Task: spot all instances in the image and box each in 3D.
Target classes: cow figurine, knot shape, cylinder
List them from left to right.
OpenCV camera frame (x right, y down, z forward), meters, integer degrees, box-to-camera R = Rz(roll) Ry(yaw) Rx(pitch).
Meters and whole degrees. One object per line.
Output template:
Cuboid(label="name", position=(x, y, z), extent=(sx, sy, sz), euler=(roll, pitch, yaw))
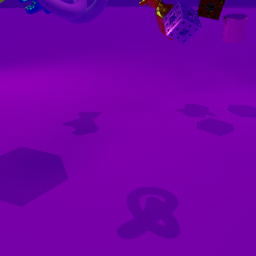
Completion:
Cuboid(label="cow figurine", position=(-2.502, -3.917, 8.280), extent=(1.405, 0.784, 1.427), euler=(-35, 1, -28))
Cuboid(label="knot shape", position=(-0.982, -2.343, 4.665), extent=(0.675, 1.461, 1.367), euler=(13, 47, 28))
Cuboid(label="cow figurine", position=(1.114, -3.787, 9.204), extent=(0.845, 1.540, 1.515), euler=(-40, 59, -9))
Cuboid(label="cylinder", position=(3.354, -3.147, 8.831), extent=(0.725, 0.725, 0.725), euler=(-4, 34, 3))

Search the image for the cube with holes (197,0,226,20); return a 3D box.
Cuboid(label="cube with holes", position=(2.712, -4.080, 9.080), extent=(0.743, 0.743, 0.743), euler=(16, 50, 7))

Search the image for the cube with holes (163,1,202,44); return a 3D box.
Cuboid(label="cube with holes", position=(1.546, -3.004, 8.033), extent=(0.711, 0.711, 0.711), euler=(13, 57, -30))

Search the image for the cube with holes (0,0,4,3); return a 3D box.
Cuboid(label="cube with holes", position=(-3.723, -3.144, 5.863), extent=(1.264, 1.264, 1.264), euler=(18, 51, 18))
